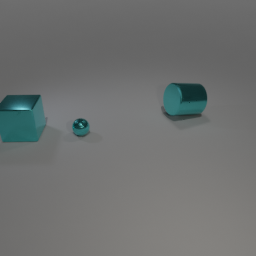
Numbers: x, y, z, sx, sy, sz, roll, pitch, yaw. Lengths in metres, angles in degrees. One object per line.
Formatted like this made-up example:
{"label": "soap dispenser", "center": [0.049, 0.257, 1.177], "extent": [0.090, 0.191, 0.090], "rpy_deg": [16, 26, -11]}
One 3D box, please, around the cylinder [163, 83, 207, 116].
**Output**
{"label": "cylinder", "center": [2.488, -1.265, 12.280], "extent": [1.400, 1.400, 1.400], "rpy_deg": [-3, 29, -25]}

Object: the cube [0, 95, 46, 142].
{"label": "cube", "center": [-4.174, -0.402, 11.020], "extent": [1.400, 1.400, 1.400], "rpy_deg": [-1, 31, -1]}

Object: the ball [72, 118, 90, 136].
{"label": "ball", "center": [-1.872, -0.042, 11.126], "extent": [0.700, 0.700, 0.700], "rpy_deg": [0, 30, 0]}
